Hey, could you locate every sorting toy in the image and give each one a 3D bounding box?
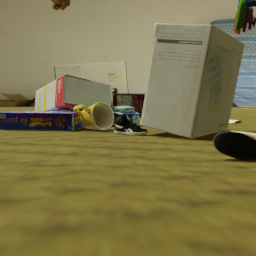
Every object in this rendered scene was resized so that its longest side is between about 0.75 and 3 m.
[{"bbox_3d":[2.565,-2.395,5.969,0.480,0.703,1.170,8,11,16],"label":"sorting toy"}]

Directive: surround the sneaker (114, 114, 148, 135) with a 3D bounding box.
[{"bbox_3d":[0.050,-0.088,6.569,0.863,0.483,0.315,3,7,28],"label":"sneaker"}]

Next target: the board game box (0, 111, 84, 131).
[{"bbox_3d":[-2.403,-0.240,8.206,2.127,0.476,1.430,1,5,10],"label":"board game box"}]

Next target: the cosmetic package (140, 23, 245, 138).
[{"bbox_3d":[1.621,-1.085,6.765,1.416,2.304,2.297,17,15,35],"label":"cosmetic package"}]

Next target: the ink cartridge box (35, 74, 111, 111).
[{"bbox_3d":[-1.972,-0.932,9.700,1.755,1.009,2.418,6,-10,-38],"label":"ink cartridge box"}]

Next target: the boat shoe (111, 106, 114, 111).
[{"bbox_3d":[-1.126,-0.847,12.903,2.265,0.820,0.818,0,5,4],"label":"boat shoe"}]

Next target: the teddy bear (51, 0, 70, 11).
[{"bbox_3d":[-2.082,-3.971,8.426,0.401,0.870,1.200,8,27,3],"label":"teddy bear"}]

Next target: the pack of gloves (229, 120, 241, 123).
[{"bbox_3d":[2.813,-0.446,10.755,1.876,0.441,2.233,-1,5,-24],"label":"pack of gloves"}]

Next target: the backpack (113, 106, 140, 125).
[{"bbox_3d":[-0.059,-0.389,9.036,0.867,0.637,0.793,1,7,-32],"label":"backpack"}]

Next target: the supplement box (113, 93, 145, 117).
[{"bbox_3d":[0.607,-1.165,14.322,2.761,1.183,1.524,0,5,-1],"label":"supplement box"}]

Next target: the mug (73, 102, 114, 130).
[{"bbox_3d":[-0.968,-0.369,7.735,0.787,0.958,0.768,-6,31,45],"label":"mug"}]

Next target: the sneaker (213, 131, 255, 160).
[{"bbox_3d":[1.711,0.229,3.879,1.091,0.364,0.585,4,5,9],"label":"sneaker"}]
